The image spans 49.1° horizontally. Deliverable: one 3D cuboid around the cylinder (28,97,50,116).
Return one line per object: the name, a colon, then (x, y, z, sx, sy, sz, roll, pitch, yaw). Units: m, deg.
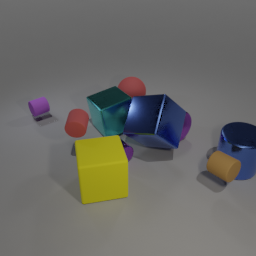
cylinder: (-3.916, -0.944, 12.330, 0.700, 0.700, 0.700, -25, 39, -31)

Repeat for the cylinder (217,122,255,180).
cylinder: (3.681, 0.744, 9.258, 1.400, 1.400, 1.400, -1, 36, 1)

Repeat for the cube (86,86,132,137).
cube: (-0.680, -0.664, 11.452, 1.400, 1.400, 1.400, -24, 38, -20)

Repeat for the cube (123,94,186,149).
cube: (0.918, -0.197, 9.510, 1.400, 1.400, 1.400, 2, -20, 42)

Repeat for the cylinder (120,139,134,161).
cylinder: (-0.280, 0.806, 9.950, 0.700, 0.700, 0.700, -21, 37, -31)

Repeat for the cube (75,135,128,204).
cube: (-0.815, 1.229, 8.519, 1.400, 1.400, 1.400, -7, 32, -11)

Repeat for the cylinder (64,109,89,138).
cylinder: (-1.668, -0.160, 9.181, 0.700, 0.700, 0.700, 1, 40, 1)

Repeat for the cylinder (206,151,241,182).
cylinder: (2.786, 1.115, 8.170, 0.700, 0.700, 0.700, -21, 34, -31)

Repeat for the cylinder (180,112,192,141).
cylinder: (1.537, -0.292, 11.092, 1.400, 1.400, 1.400, -17, 35, -26)

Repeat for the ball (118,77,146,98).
ball: (0.173, -1.777, 13.560, 1.400, 1.400, 1.400, 0, 31, 0)
